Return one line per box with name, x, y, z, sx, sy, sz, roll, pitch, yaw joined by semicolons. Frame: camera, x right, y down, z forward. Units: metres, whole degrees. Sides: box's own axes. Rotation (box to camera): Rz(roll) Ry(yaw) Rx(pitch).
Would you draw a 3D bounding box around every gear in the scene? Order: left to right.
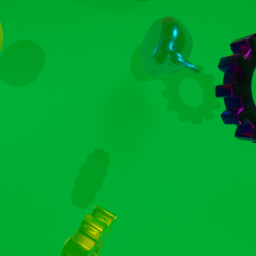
gear;-0.639;1.717;3.571;0.273;1.473;1.473;28;73;11
gear;2.163;-0.635;4.535;1.754;0.324;1.754;-1;92;-30

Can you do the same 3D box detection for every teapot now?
teapot;0.900;-1.658;5.987;0.986;1.253;2.014;15;29;-23

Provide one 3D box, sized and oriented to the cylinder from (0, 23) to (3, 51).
cylinder;-2.868;-1.516;4.327;1.341;1.341;1.341;0;104;-1
